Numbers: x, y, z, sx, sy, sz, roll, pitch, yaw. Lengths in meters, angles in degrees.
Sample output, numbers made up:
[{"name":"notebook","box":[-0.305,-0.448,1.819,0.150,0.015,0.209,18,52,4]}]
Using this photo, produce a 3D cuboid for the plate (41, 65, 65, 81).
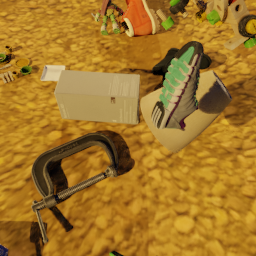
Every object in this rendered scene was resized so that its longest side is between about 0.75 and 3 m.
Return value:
[{"name":"plate","box":[-2.618,-1.899,9.830,0.751,0.121,0.750,2,57,1]}]

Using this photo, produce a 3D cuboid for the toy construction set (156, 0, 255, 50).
[{"name":"toy construction set","box":[2.590,-3.135,6.935,2.039,2.213,2.653,46,74,-20]}]

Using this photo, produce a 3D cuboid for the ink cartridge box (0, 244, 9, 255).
[{"name":"ink cartridge box","box":[-4.180,3.183,6.079,2.705,0.598,1.271,2,55,2]}]

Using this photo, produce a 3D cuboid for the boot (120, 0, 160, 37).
[{"name":"boot","box":[0.182,-4.629,11.252,1.338,0.937,2.496,-20,59,-7]}]

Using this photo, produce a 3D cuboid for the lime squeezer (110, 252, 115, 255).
[{"name":"lime squeezer","box":[0.075,3.114,6.420,1.047,0.198,0.370,4,25,4]}]

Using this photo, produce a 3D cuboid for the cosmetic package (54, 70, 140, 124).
[{"name":"cosmetic package","box":[-0.862,-0.921,8.468,2.412,1.288,1.088,1,55,3]}]

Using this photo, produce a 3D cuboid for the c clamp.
[{"name":"c clamp","box":[-1.391,1.316,7.552,2.782,0.377,2.376,-29,55,-17]}]

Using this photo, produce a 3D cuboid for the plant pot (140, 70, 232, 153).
[{"name":"plant pot","box":[1.360,-0.495,6.146,1.606,1.504,1.504,-35,53,25]}]

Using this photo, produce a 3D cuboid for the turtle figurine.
[{"name":"turtle figurine","box":[-0.722,-4.382,11.263,1.096,1.523,1.476,3,74,-25]}]

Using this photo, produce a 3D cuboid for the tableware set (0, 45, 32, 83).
[{"name":"tableware set","box":[-4.178,-2.386,10.077,1.165,0.265,1.730,-25,59,-16]}]

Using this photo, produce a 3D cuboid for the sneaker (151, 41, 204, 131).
[{"name":"sneaker","box":[0.881,-0.594,4.269,0.628,1.434,0.534,9,33,-22]}]

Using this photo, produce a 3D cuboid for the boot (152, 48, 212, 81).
[{"name":"boot","box":[1.828,-2.075,9.612,1.688,0.645,1.419,22,55,22]}]
